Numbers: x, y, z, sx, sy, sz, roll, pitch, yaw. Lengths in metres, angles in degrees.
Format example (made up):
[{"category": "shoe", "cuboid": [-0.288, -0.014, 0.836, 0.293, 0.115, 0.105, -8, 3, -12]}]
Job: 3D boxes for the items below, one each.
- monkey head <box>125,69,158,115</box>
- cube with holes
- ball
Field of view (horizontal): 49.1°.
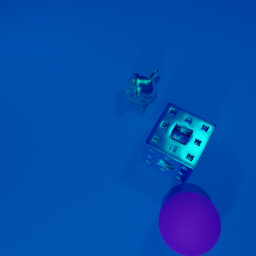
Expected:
[{"category": "monkey head", "cuboid": [0.422, -1.019, 7.767, 0.825, 0.985, 1.370, 13, 105, -19]}, {"category": "cube with holes", "cuboid": [1.236, 0.410, 7.109, 1.273, 1.273, 1.273, 28, 67, 12]}, {"category": "ball", "cuboid": [1.356, 2.110, 6.221, 1.360, 1.360, 1.360, 0, 65, 0]}]
